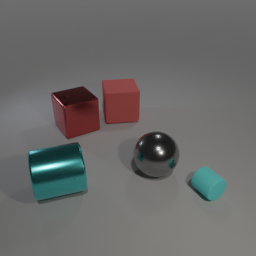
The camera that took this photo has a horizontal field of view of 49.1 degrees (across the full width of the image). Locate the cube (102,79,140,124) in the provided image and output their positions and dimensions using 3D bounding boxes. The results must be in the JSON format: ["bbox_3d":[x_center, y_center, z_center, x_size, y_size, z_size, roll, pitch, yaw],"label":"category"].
[{"bbox_3d":[-0.322,-1.155,11.785,1.400,1.400,1.400,-4,31,-8],"label":"cube"}]

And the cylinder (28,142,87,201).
[{"bbox_3d":[-1.967,1.196,7.867,1.400,1.400,1.400,-9,32,-15],"label":"cylinder"}]

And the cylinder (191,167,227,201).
[{"bbox_3d":[2.288,1.567,7.939,0.700,0.700,0.700,-16,33,-25],"label":"cylinder"}]

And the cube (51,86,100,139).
[{"bbox_3d":[-2.047,-0.646,10.965,1.400,1.400,1.400,-18,36,-27],"label":"cube"}]

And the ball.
[{"bbox_3d":[0.867,0.800,8.579,1.400,1.400,1.400,0,31,0],"label":"ball"}]
